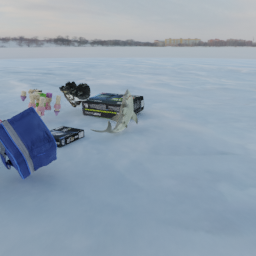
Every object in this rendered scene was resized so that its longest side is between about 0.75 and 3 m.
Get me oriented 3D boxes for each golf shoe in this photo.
[{"bbox_3d":[-1.688,-1.092,9.669,0.698,0.849,1.796,-33,31,-20],"label":"golf shoe"}]

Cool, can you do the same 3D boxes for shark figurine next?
[{"bbox_3d":[-0.320,-0.207,7.795,0.690,0.988,1.653,2,42,35],"label":"shark figurine"}]

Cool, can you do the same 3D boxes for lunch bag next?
[{"bbox_3d":[-1.826,0.329,4.912,0.842,1.273,0.865,-31,74,-25],"label":"lunch bag"}]

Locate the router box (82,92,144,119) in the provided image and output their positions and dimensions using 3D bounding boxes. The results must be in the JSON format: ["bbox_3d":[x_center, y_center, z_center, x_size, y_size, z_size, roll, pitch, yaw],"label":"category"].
[{"bbox_3d":[-0.504,-0.778,9.624,1.761,0.547,1.320,7,22,26],"label":"router box"}]

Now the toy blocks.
[{"bbox_3d":[-2.798,-0.652,8.791,1.081,0.910,1.010,18,17,21],"label":"toy blocks"}]

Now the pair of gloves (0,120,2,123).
[{"bbox_3d":[-3.146,0.002,6.788,1.556,0.177,1.251,23,9,4],"label":"pair of gloves"}]

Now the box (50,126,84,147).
[{"bbox_3d":[-1.695,0.203,7.148,0.758,0.206,0.946,10,19,28],"label":"box"}]
